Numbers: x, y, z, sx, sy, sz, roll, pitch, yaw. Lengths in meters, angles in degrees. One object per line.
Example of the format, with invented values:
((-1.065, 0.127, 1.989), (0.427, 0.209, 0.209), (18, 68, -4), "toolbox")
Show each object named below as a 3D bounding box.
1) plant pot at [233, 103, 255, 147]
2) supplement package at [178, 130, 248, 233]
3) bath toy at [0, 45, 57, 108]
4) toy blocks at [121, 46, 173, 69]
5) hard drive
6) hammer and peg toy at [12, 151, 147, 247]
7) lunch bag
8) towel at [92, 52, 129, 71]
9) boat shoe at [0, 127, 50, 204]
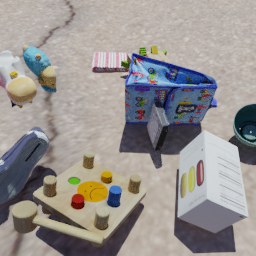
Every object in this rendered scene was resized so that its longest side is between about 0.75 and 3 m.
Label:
((3.458, 0.016, 7.723), (1.169, 0.783, 1.169), (-4, 68, 10), "plant pot")
((1.832, 1.174, 6.282), (1.011, 1.050, 1.846), (26, 43, -13), "supplement package")
((-2.778, -0.648, 5.443), (2.732, 1.010, 1.188), (-28, 52, -28), "bath toy")
((0.805, -2.184, 9.905), (1.800, 0.899, 1.230), (-11, 45, -18), "toy blocks")
((0.786, -0.039, 7.518), (0.223, 1.179, 0.824), (-7, 57, -13), "hard drive")
((-0.906, 1.583, 5.725), (1.900, 0.911, 2.583), (23, 29, 21), "hammer and peg toy")
((1.231, -0.885, 7.897), (2.513, 1.892, 1.182), (9, 59, 5), "lunch bag")
((-0.597, -2.572, 10.875), (1.526, 0.228, 1.117), (2, 46, -3), "towel")
((-2.628, 0.895, 6.618), (2.144, 0.788, 0.716), (-45, 32, 1), "boat shoe")
